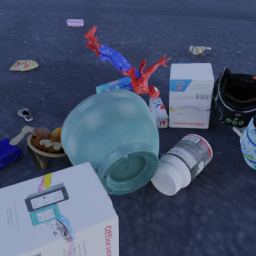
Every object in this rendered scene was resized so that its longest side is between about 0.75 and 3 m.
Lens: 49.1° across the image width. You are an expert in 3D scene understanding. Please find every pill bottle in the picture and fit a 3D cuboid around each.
[{"bbox_3d":[1.536,1.044,8.061,1.052,1.052,1.847,28,45,32],"label":"pill bottle"}]

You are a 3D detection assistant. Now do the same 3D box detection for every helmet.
[{"bbox_3d":[3.930,-1.071,9.819,2.158,2.058,2.158,-3,77,15],"label":"helmet"}]

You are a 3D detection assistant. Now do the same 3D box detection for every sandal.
[{"bbox_3d":[-2.841,0.788,8.934,0.411,0.615,1.505,-1,23,-38],"label":"sandal"}]

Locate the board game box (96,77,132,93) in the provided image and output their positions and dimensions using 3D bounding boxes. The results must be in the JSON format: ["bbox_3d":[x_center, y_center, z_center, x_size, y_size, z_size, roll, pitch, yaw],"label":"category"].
[{"bbox_3d":[-0.528,-1.294,11.145,1.477,1.123,0.332,-24,43,-28],"label":"board game box"}]

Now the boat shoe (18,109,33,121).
[{"bbox_3d":[-4.020,-0.577,10.880,0.337,0.278,0.900,-26,44,-30],"label":"boat shoe"}]

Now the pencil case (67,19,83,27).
[{"bbox_3d":[-3.763,-7.523,20.036,1.165,0.489,0.498,-2,11,1],"label":"pencil case"}]

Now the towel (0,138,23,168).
[{"bbox_3d":[-4.243,0.876,8.845,1.108,0.372,1.500,30,46,32],"label":"towel"}]

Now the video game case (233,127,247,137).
[{"bbox_3d":[4.906,0.206,9.923,1.863,0.163,1.332,-10,38,-12],"label":"video game case"}]

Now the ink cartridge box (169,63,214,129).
[{"bbox_3d":[2.247,-1.170,10.205,1.436,1.958,1.430,2,36,9],"label":"ink cartridge box"}]

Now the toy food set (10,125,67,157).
[{"bbox_3d":[-2.374,0.364,8.763,2.225,0.447,1.536,17,23,-2],"label":"toy food set"}]

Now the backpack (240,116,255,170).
[{"bbox_3d":[4.678,0.468,8.383,2.467,1.896,2.012,14,43,-19],"label":"backpack"}]

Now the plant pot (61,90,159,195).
[{"bbox_3d":[-0.261,0.598,7.422,2.673,2.673,1.791,-14,44,-17],"label":"plant pot"}]

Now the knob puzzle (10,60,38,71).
[{"bbox_3d":[-5.260,-3.189,14.469,1.382,0.192,1.382,0,36,0],"label":"knob puzzle"}]

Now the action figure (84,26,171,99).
[{"bbox_3d":[0.095,-1.635,6.589,1.065,0.702,2.152,-43,85,-11],"label":"action figure"}]

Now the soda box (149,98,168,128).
[{"bbox_3d":[1.154,-0.604,10.741,0.457,0.492,1.441,-3,36,-5],"label":"soda box"}]

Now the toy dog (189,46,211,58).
[{"bbox_3d":[3.956,-4.258,15.728,1.300,0.626,0.858,-8,28,-32],"label":"toy dog"}]

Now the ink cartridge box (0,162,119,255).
[{"bbox_3d":[-1.579,2.170,5.959,2.361,1.732,1.724,-15,39,-21],"label":"ink cartridge box"}]
